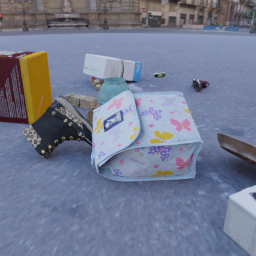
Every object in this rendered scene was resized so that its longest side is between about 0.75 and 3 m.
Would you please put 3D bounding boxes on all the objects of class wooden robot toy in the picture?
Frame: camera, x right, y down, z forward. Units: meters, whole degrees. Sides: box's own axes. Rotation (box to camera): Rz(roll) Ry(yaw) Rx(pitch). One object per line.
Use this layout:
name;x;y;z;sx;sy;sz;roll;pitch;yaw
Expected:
wooden robot toy;-1.683;-2.602;15.946;0.642;0.623;1.414;-13;27;-18

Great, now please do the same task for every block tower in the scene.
block tower;-2.150;-1.235;13.056;1.743;0.504;0.471;16;29;30

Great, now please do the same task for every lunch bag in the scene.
lunch bag;0.386;0.158;7.845;2.783;1.769;2.360;-3;40;-2

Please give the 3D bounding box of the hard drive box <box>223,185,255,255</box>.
hard drive box;3.416;2.009;5.066;1.977;0.974;2.537;-13;27;-25

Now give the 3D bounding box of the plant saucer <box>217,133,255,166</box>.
plant saucer;3.330;0.755;7.488;2.161;0.347;2.161;27;3;-2

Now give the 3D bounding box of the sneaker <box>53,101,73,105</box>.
sneaker;-2.974;-1.121;12.878;1.159;0.408;0.542;5;30;18

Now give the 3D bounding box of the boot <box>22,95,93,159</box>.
boot;-1.956;0.325;8.701;1.735;2.304;0.843;-41;3;-12

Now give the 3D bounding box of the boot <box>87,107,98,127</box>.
boot;-0.560;-0.212;10.320;2.202;0.831;0.811;12;22;19

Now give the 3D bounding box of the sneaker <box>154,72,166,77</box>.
sneaker;2.075;-3.442;18.383;0.802;0.299;0.339;-2;28;18

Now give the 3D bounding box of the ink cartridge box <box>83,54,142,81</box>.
ink cartridge box;-0.908;-3.607;16.834;2.855;1.195;2.071;-5;21;-45

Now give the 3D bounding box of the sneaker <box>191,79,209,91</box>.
sneaker;4.159;-2.434;15.670;0.922;0.604;1.596;3;23;-1

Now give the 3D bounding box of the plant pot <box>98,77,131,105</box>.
plant pot;-0.629;-1.830;13.621;1.676;1.123;1.676;0;23;0

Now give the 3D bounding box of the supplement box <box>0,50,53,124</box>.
supplement box;-4.821;-1.765;11.586;2.669;2.633;1.772;4;24;9
